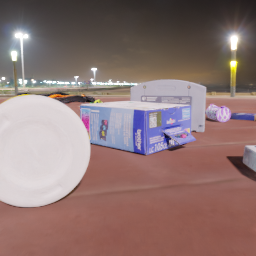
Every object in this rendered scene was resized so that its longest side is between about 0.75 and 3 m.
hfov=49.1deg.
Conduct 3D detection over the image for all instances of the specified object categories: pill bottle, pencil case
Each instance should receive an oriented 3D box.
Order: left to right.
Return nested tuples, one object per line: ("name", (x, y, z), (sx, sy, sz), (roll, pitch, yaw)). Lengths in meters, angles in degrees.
("pill bottle", (-1.462, 0.152, 4.221), (1.320, 1.320, 2.372), (-3, 8, -22))
("pencil case", (3.991, -0.678, 12.426), (0.696, 0.709, 1.658), (-1, 9, -2))

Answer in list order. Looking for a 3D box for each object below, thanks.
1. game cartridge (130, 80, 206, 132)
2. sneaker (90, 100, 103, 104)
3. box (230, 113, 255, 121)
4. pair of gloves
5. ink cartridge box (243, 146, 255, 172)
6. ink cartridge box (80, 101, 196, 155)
("game cartridge", (1.315, -0.775, 9.496), (2.559, 1.704, 0.523), (4, 10, 22))
("sneaker", (-1.966, -1.275, 17.031), (0.852, 0.756, 2.040), (-5, 0, -1))
("box", (5.259, -0.542, 13.101), (1.648, 0.267, 0.998), (4, 9, 36))
("pair of gloves", (-2.085, -0.883, 7.949), (2.034, 0.282, 2.283), (-2, 9, -20))
("ink cartridge box", (3.008, 0.613, 4.253), (1.925, 0.391, 1.928), (1, 8, 4))
("ink cartridge box", (0.324, -0.097, 6.969), (2.704, 1.032, 1.845), (6, 11, 43))
